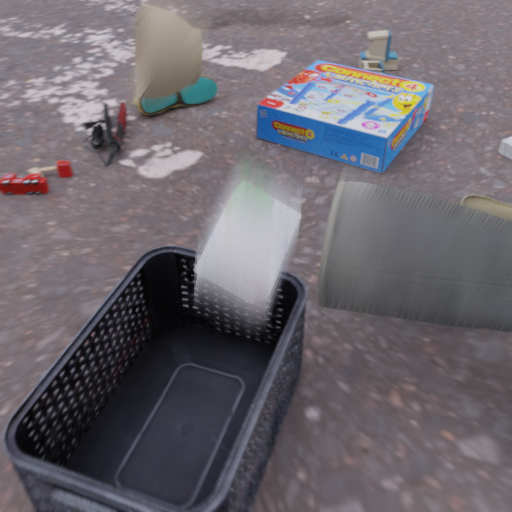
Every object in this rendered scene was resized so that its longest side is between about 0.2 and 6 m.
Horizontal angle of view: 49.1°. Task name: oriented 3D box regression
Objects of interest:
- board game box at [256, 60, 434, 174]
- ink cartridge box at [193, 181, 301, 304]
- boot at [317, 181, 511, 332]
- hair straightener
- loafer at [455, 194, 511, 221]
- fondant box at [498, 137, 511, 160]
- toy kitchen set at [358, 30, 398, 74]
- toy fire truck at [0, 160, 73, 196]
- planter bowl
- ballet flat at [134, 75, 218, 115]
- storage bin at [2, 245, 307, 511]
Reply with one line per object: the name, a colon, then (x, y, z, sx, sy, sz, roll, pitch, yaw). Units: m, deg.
board game box: (1.933, -3.103, 12.019, 2.881, 0.805, 2.821, 21, 45, 23)
ink cartridge box: (-0.073, -0.122, 5.378, 0.689, 0.415, 0.949, 29, 60, -12)
boot: (2.180, 0.652, 6.094, 3.053, 2.776, 1.108, 6, -5, 9)
hair straightener: (-3.211, -2.574, 11.785, 0.869, 0.462, 2.259, -5, 44, -5)
loafer: (4.280, -0.463, 8.849, 2.416, 0.815, 0.919, 32, 49, 32)
fondant box: (5.528, -2.053, 11.162, 0.767, 0.310, 1.063, -21, 45, -23)
toy kitchen set: (3.186, -5.153, 14.069, 0.990, 1.347, 1.681, 2, 40, 3)
toy fire truck: (-4.112, -1.464, 10.474, 1.156, 0.282, 0.815, -1, 39, 0)
planter bowl: (-1.574, -3.620, 10.110, 1.063, 1.580, 1.580, -1, 39, -16)
ballet flat: (-1.891, -3.762, 12.986, 2.051, 0.725, 0.725, -24, 46, -26)
storage bin: (-0.825, 1.487, 6.036, 2.094, 1.452, 3.098, 13, 41, 15)
